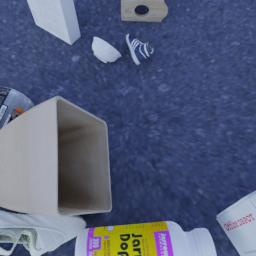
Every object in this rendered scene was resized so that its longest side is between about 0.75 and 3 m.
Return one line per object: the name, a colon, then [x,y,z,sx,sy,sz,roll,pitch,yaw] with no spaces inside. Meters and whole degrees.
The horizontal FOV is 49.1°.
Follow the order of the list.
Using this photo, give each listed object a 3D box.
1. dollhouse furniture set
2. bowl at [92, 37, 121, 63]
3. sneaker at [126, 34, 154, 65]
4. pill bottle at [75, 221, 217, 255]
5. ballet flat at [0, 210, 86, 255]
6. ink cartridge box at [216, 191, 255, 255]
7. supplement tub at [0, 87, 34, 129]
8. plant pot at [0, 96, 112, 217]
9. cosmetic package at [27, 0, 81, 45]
dollhouse furniture set: [0.636,-5.642,9.535,1.605,2.553,2.886,3,64,1]
bowl: [-0.760,-2.387,8.865,1.020,1.020,0.459,34,92,16]
sneaker: [0.386,-2.670,9.031,0.686,0.443,1.265,-28,58,22]
pill bottle: [0.359,2.752,5.883,2.763,1.440,1.440,-5,63,-2]
ballet flat: [-2.233,2.268,5.935,2.777,0.964,0.964,16,60,-24]
ink cartridge box: [3.347,2.618,5.557,1.212,2.134,2.928,-25,66,-12]
supplement tub: [-3.404,0.022,7.400,1.219,1.219,1.990,12,65,6]
plant pot: [-1.780,0.833,6.346,1.988,2.243,2.246,-10,74,20]
cosmetic package: [-2.454,-3.918,8.835,1.680,2.228,0.576,31,67,15]
